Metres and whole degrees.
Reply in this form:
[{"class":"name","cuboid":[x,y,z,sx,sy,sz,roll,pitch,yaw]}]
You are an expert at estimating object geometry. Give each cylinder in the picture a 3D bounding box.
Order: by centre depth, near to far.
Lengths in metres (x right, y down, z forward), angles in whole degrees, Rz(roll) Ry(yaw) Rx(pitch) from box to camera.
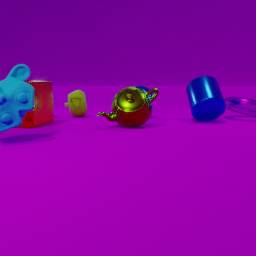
[{"class":"cylinder","cuboid":[2.563,-0.969,9.296,1.107,1.107,1.107,0,51,-3]}]

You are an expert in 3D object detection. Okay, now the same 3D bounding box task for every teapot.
[{"class":"teapot","cuboid":[0.033,-0.632,8.059,1.967,0.963,1.223,-27,59,-10]},{"class":"teapot","cuboid":[-1.984,-0.895,10.617,0.789,1.002,1.612,-8,-13,-10]}]

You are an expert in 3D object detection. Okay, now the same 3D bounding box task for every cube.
[{"class":"cube","cuboid":[-3.211,-0.767,8.627,1.336,1.336,1.336,2,10,11]}]

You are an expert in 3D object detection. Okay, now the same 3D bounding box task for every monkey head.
[{"class":"monkey head","cuboid":[-2.752,-0.646,5.944,1.171,1.943,1.398,23,-15,46]}]

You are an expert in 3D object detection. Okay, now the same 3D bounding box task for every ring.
[{"class":"ring","cuboid":[4.279,-0.741,10.019,1.793,0.359,1.793,15,0,0]},{"class":"ring","cuboid":[0.241,-0.963,10.305,1.441,1.441,0.288,8,-29,39]}]
